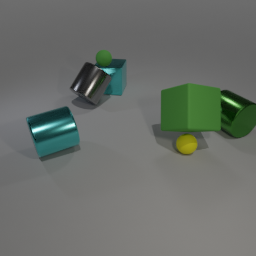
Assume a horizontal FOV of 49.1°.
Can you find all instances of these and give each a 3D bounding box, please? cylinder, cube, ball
[{"bbox_3d":[-1.649,-1.954,12.422,1.400,1.400,1.400,30,-4,2],"label":"cylinder"},{"bbox_3d":[2.040,-0.598,9.214,1.400,1.400,1.400,3,-4,-30],"label":"cube"},{"bbox_3d":[-0.868,-2.577,13.964,1.400,1.400,1.400,5,31,8],"label":"cube"},{"bbox_3d":[-2.503,0.115,9.365,1.400,1.400,1.400,-19,35,-20],"label":"cylinder"},{"bbox_3d":[-1.036,-2.988,11.998,0.700,0.700,0.700,0,31,0],"label":"ball"},{"bbox_3d":[1.985,0.535,9.468,0.700,0.700,0.700,0,31,0],"label":"ball"},{"bbox_3d":[3.948,-0.559,10.589,1.400,1.400,1.400,-15,34,-23],"label":"cylinder"}]
